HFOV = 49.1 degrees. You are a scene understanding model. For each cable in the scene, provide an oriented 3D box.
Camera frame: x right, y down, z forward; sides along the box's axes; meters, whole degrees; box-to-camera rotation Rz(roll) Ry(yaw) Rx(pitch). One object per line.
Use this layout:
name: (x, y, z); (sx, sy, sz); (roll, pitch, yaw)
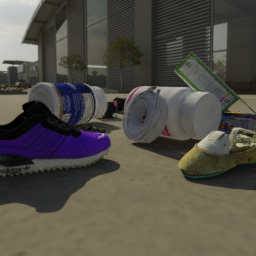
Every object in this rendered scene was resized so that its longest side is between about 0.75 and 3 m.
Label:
cable: (0.459, -0.338, 7.915); (0.531, 1.532, 1.532); (13, -9, -35)

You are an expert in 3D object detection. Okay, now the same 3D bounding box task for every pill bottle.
pill bottle: (-2.304, -0.962, 11.352); (1.725, 1.725, 2.981); (7, 10, 36)
pill bottle: (1.303, -0.483, 8.653); (1.575, 1.575, 2.779); (-7, 12, -39)

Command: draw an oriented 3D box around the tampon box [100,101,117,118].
tampon box: (-1.098, -0.917, 13.948); (1.071, 0.803, 0.676); (-2, 9, -11)

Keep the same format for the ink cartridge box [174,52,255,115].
ink cartridge box: (2.827, -1.194, 9.161); (2.769, 0.821, 1.438); (45, 17, 5)

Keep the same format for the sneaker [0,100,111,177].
sneaker: (-1.565, 0.103, 5.641); (2.712, 1.349, 0.943); (-6, 10, -31)

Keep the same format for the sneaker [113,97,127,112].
sneaker: (-0.252, -1.295, 16.083); (1.448, 0.966, 2.527); (-1, 6, 7)

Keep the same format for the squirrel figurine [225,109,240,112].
squirrel figurine: (4.193, -0.596, 12.016); (1.131, 0.858, 1.212); (9, 14, 13)

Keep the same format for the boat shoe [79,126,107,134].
boat shoe: (-1.123, 0.104, 8.999); (1.003, 0.339, 0.360); (-4, 8, -32)

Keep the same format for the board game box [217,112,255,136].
board game box: (3.357, -0.033, 8.640); (2.270, 0.700, 2.269); (-3, 10, -18)

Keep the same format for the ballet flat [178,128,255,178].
ballet flat: (1.971, 0.393, 5.564); (2.358, 0.834, 0.834); (-5, 10, -29)
